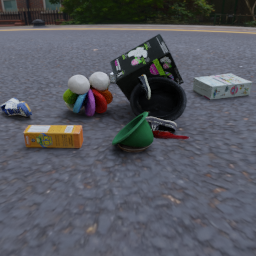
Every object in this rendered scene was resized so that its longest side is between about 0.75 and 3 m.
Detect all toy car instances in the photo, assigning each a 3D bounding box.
[{"bbox_3d":[-1.552,-1.192,11.341,2.021,1.769,1.516,-14,65,-28],"label":"toy car"}]

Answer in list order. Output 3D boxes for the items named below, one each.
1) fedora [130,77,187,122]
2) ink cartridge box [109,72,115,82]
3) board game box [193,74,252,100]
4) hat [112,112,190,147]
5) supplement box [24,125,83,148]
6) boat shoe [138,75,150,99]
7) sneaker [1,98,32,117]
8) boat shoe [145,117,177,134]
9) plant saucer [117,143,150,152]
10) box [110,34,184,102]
[{"bbox_3d":[1.154,-0.944,10.779,2.118,2.118,0.967,3,-17,7],"label":"fedora"},{"bbox_3d":[0.312,-2.995,15.981,2.260,0.534,1.809,7,26,18],"label":"ink cartridge box"},{"bbox_3d":[4.619,-2.077,13.855,2.248,0.723,1.659,-9,28,-15],"label":"board game box"},{"bbox_3d":[0.601,0.490,8.848,1.752,1.542,1.451,-33,14,46],"label":"hat"},{"bbox_3d":[-2.390,0.277,9.066,1.789,0.595,0.615,1,28,3],"label":"supplement box"},{"bbox_3d":[0.584,-1.447,10.017,0.306,0.367,0.983,-11,70,-9],"label":"boat shoe"},{"bbox_3d":[-4.495,-0.702,11.248,1.707,0.642,0.752,17,42,44],"label":"sneaker"},{"bbox_3d":[0.997,-0.051,9.840,1.456,0.529,0.457,6,23,3],"label":"boat shoe"},{"bbox_3d":[0.194,0.490,9.090,1.166,0.187,1.166,0,25,0],"label":"plant saucer"},{"bbox_3d":[0.756,-2.283,11.461,2.360,1.753,1.467,-26,46,13],"label":"box"}]
